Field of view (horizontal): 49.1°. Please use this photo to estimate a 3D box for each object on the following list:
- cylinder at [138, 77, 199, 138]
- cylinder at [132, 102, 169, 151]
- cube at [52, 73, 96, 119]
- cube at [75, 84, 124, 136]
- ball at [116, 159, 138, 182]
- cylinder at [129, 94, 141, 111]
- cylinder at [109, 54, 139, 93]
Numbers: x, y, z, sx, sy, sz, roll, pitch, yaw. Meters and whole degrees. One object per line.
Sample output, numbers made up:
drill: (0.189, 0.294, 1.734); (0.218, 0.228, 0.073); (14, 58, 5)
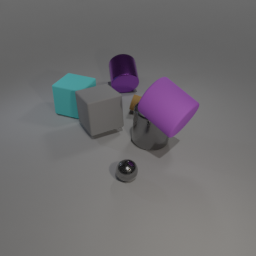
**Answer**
cylinder: (1.266, -0.653, 8.847); (1.400, 1.400, 1.400); (42, 48, 16)
cylinder: (0.877, -0.122, 10.386); (1.400, 1.400, 1.400); (2, 36, -2)
cube: (-2.318, -1.420, 12.373); (1.400, 1.400, 1.400); (14, 37, 15)
cube: (-1.121, -0.748, 11.027); (1.400, 1.400, 1.400); (-17, 33, -23)
ball: (-0.035, 1.336, 8.832); (0.700, 0.700, 0.700); (0, 33, 0)
cylinder: (0.494, -1.039, 12.297); (0.700, 0.700, 0.700); (19, 35, 3)
cylinder: (-0.222, -2.745, 14.147); (1.400, 1.400, 1.400); (-5, 59, -7)
